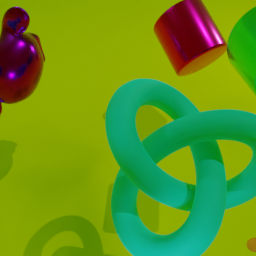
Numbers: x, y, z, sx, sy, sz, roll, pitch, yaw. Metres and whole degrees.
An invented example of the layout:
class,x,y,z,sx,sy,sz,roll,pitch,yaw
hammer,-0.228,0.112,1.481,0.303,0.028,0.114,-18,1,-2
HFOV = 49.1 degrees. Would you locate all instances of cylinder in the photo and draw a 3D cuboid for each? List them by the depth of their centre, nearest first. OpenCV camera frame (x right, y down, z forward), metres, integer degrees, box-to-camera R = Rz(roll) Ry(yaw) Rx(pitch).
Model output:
class,x,y,z,sx,sy,sz,roll,pitch,yaw
cylinder,1.918,-0.914,3.501,1.043,1.043,1.043,-3,38,-2
cylinder,1.290,-1.866,5.870,1.156,1.156,1.156,-23,81,-16

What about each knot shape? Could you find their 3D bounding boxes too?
class,x,y,z,sx,sy,sz,roll,pitch,yaw
knot shape,0.519,0.290,3.192,2.078,0.960,1.945,-31,85,-2

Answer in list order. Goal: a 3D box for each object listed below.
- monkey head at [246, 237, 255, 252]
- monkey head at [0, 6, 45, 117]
class,x,y,z,sx,sy,sz,roll,pitch,yaw
monkey head,2.317,1.676,3.848,0.702,1.165,0.838,49,53,-21
monkey head,-2.167,-1.143,4.806,1.430,1.987,1.198,24,18,-5
